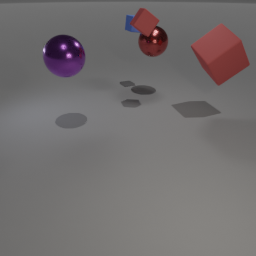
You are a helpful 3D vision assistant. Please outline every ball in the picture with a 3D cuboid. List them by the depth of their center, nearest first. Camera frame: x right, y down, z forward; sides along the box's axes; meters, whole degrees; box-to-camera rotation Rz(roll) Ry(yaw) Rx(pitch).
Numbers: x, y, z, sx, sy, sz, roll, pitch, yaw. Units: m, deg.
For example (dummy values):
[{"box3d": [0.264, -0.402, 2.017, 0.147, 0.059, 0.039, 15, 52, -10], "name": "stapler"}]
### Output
[{"box3d": [-2.127, -2.397, 9.386, 1.400, 1.400, 1.400, 0, 28, 0], "name": "ball"}, {"box3d": [1.172, -4.027, 13.037, 1.400, 1.400, 1.400, 0, 28, 0], "name": "ball"}]

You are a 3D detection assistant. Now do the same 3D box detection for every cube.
[{"box3d": [0.597, -3.881, 10.262, 0.700, 0.700, 0.700, 31, 14, -24], "name": "cube"}, {"box3d": [3.521, -2.792, 10.727, 1.400, 1.400, 1.400, -35, 46, 13], "name": "cube"}, {"box3d": [0.341, -4.967, 13.344, 0.700, 0.700, 0.700, -7, 28, -28], "name": "cube"}]
